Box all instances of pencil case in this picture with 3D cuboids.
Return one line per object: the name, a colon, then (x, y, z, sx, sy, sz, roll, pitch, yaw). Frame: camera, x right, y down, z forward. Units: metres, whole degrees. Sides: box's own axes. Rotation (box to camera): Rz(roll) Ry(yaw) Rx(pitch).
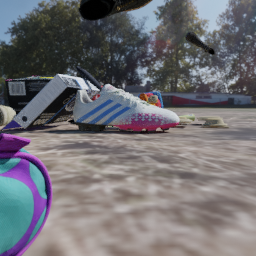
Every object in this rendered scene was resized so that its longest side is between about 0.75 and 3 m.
pencil case: (-1.014, 0.288, 1.419, 1.300, 0.601, 0.553, 5, -7, 29)

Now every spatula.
spatula: (-0.650, -0.911, 8.308, 0.272, 2.648, 0.748, -44, -9, 21)

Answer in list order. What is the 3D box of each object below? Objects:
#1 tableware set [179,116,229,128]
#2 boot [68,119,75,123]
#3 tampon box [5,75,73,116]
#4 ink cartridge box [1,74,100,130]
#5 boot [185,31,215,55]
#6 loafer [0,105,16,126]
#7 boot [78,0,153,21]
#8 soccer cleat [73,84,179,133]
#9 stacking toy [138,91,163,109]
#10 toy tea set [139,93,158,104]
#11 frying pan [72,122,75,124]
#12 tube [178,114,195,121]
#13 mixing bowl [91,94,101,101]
tableware set: (2.237, -0.208, 9.357, 1.967, 0.273, 2.354, 0, 5, 13)
boot: (-1.765, -0.279, 10.434, 0.778, 0.269, 0.677, -6, 6, 17)
tampon box: (-3.565, -1.347, 11.933, 1.993, 1.679, 2.659, 0, 15, 5)
ink cartridge box: (-2.169, -0.592, 8.358, 2.363, 0.513, 2.341, -38, -5, 16)
boot: (2.486, -2.857, 9.506, 1.000, 0.346, 0.870, 11, 32, -42)
loafer: (-4.085, -0.329, 8.018, 2.117, 0.801, 0.723, 7, 4, 26)
boot: (-0.054, -3.554, 7.601, 2.696, 1.044, 1.865, -24, 27, 8)
soccer cleat: (-0.107, -0.535, 7.356, 2.878, 1.243, 1.005, 1, 6, 12)
stacking toy: (0.635, -0.925, 13.593, 1.377, 1.303, 2.373, -3, 13, 33)
toy tea set: (0.934, -0.900, 12.737, 1.067, 0.664, 1.794, -9, 41, 15)
frying pan: (-1.210, -0.198, 9.652, 0.897, 0.241, 1.482, -3, 9, -38)
tube: (2.165, -0.366, 11.354, 1.141, 0.331, 0.296, -5, 44, -21)
mixing bowl: (-2.234, -1.140, 14.980, 1.945, 1.053, 1.945, -6, -1, 0)
